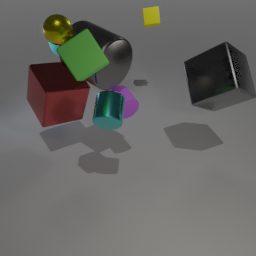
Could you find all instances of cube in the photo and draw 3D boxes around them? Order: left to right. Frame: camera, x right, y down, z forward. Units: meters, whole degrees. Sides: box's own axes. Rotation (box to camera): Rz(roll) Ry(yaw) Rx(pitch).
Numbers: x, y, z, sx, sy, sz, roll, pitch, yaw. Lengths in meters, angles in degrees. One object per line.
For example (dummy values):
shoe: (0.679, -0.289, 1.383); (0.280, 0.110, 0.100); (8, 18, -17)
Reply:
cube: (-2.223, -1.090, 8.804); (1.400, 1.400, 1.400); (-15, 53, -35)
cube: (-0.854, -1.399, 5.484); (0.700, 0.700, 0.700); (-32, 9, 4)
cube: (1.030, -4.909, 12.414); (0.700, 0.700, 0.700); (-6, 12, 5)
cube: (2.676, -1.420, 8.201); (1.400, 1.400, 1.400); (-20, -18, 40)

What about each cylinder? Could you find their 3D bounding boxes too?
cylinder: (-0.834, -1.900, 7.338); (1.400, 1.400, 1.400); (34, 42, 28)
cylinder: (-0.448, -0.414, 6.618); (0.700, 0.700, 0.700); (3, 66, 6)
cylinder: (-0.144, -0.750, 8.056); (0.700, 0.700, 0.700); (-14, 47, -24)

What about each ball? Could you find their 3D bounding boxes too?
ball: (-1.650, -2.312, 6.610); (0.700, 0.700, 0.700); (0, 29, 0)
ball: (-2.502, -3.549, 11.360); (1.400, 1.400, 1.400); (0, 29, 0)
